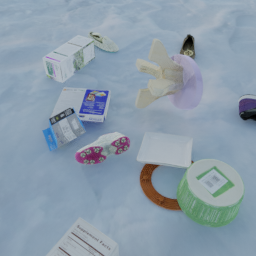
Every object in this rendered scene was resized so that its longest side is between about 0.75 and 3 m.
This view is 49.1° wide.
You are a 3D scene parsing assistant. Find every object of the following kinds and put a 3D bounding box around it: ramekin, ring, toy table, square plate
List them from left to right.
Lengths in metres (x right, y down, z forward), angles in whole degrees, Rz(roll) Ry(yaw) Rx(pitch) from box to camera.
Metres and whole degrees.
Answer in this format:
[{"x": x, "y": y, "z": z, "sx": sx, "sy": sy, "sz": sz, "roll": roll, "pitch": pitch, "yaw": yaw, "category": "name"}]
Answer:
[{"x": 1.324, "y": -1.769, "z": 9.981, "sx": 1.618, "sy": 2.540, "sz": 2.763, "roll": 5, "pitch": 21, "yaw": -18, "category": "toy table"}, {"x": 1.228, "y": 0.721, "z": 9.088, "sx": 1.654, "sy": 0.235, "sz": 1.639, "roll": 7, "pitch": 33, "yaw": 11, "category": "square plate"}, {"x": 1.373, "y": 1.536, "z": 8.463, "sx": 2.051, "sy": 0.197, "sz": 2.051, "roll": 0, "pitch": 44, "yaw": 0, "category": "ring"}, {"x": 2.290, "y": 1.704, "z": 7.725, "sx": 1.778, "sy": 0.868, "sz": 1.778, "roll": 1, "pitch": 46, "yaw": -1, "category": "ramekin"}]

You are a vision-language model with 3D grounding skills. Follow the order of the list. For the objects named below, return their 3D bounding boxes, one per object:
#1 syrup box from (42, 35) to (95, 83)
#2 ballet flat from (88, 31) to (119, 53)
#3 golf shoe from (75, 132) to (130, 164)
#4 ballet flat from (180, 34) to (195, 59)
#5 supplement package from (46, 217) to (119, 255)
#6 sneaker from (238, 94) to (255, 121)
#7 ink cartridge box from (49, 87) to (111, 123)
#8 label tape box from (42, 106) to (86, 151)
[{"x": -2.632, "y": -3.213, "z": 12.837, "sx": 1.027, "sy": 0.993, "sz": 2.522, "roll": 23, "pitch": 49, "yaw": 22, "category": "syrup box"}, {"x": -1.353, "y": -4.486, "z": 14.438, "sx": 2.006, "sy": 0.720, "sz": 0.720, "roll": 29, "pitch": 51, "yaw": 26, "category": "ballet flat"}, {"x": -0.874, "y": 0.635, "z": 9.173, "sx": 1.845, "sy": 0.695, "sz": 0.844, "roll": -17, "pitch": 30, "yaw": -19, "category": "golf shoe"}, {"x": 3.062, "y": -4.116, "z": 14.123, "sx": 0.773, "sy": 0.532, "sz": 2.295, "roll": 9, "pitch": 44, "yaw": 9, "category": "ballet flat"}, {"x": -1.198, "y": 3.208, "z": 6.000, "sx": 1.160, "sy": 1.156, "sz": 1.978, "roll": 25, "pitch": 49, "yaw": 24, "category": "supplement package"}, {"x": 5.252, "y": -0.506, "z": 10.322, "sx": 2.300, "sy": 0.871, "sz": 1.007, "roll": 7, "pitch": 62, "yaw": 9, "category": "sneaker"}, {"x": -1.757, "y": -0.798, "z": 10.740, "sx": 1.969, "sy": 0.468, "sz": 1.992, "roll": 5, "pitch": 46, "yaw": 3, "category": "ink cartridge box"}, {"x": -2.237, "y": 0.018, "z": 9.445, "sx": 1.374, "sy": 0.454, "sz": 0.984, "roll": -28, "pitch": 56, "yaw": -4, "category": "label tape box"}]
